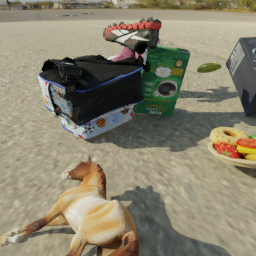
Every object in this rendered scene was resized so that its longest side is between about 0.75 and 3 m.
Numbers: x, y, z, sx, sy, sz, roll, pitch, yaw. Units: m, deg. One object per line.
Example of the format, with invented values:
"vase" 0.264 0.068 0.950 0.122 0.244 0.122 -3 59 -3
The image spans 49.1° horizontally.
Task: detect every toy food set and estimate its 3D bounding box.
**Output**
"toy food set" 2.624 0.395 6.019 1.743 0.428 1.761 6 15 21

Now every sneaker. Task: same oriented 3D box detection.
"sneaker" 0.059 -2.311 7.257 1.744 0.852 0.617 5 15 33

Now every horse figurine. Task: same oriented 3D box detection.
"horse figurine" -0.681 1.349 3.791 1.891 0.712 2.854 -25 19 -25

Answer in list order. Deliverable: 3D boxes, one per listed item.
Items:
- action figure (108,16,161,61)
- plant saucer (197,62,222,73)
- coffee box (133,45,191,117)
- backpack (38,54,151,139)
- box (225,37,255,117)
"action figure" 0.075 -2.698 10.051 2.176 2.923 1.958 20 33 -15
"plant saucer" 2.974 -2.238 10.313 0.895 0.139 0.895 -5 -8 -1
"coffee box" 0.946 -1.362 8.348 1.281 2.084 0.458 3 32 -11
"backpack" -1.128 -1.062 7.867 2.731 2.104 2.602 -21 37 -37
"box" 4.794 -1.681 8.942 2.471 1.286 2.250 -4 61 -8
